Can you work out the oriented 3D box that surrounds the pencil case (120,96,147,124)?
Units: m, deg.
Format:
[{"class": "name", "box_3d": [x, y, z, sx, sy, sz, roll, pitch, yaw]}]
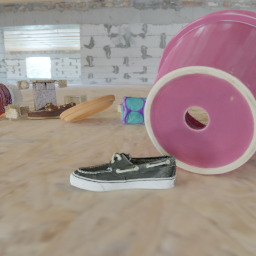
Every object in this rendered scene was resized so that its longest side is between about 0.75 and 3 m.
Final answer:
[{"class": "pencil case", "box_3d": [0.853, -0.610, 9.209, 2.158, 0.918, 0.997, -1, 22, -5]}]

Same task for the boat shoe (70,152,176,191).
[{"class": "boat shoe", "box_3d": [-0.065, 0.592, 4.091, 1.541, 0.491, 0.545, -1, 11, -5]}]

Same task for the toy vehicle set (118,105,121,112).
[{"class": "toy vehicle set", "box_3d": [0.866, -0.832, 11.962, 2.283, 0.303, 1.418, -4, 12, -22]}]

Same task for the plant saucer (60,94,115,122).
[{"class": "plant saucer", "box_3d": [-1.299, -0.616, 9.326, 1.909, 0.308, 1.909, -22, -2, -1]}]

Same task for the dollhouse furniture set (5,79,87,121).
[{"class": "dollhouse furniture set", "box_3d": [-3.003, -1.089, 10.433, 2.746, 1.423, 1.216, -10, 13, -42]}]

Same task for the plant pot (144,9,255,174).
[{"class": "plant pot", "box_3d": [1.599, -0.565, 5.133, 2.796, 2.796, 2.502, 6, 29, 28]}]

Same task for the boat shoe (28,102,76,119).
[{"class": "boat shoe", "box_3d": [-2.777, -0.656, 10.287, 1.757, 0.618, 0.619, -5, 13, -16]}]

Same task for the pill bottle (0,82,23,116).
[{"class": "pill bottle", "box_3d": [-5.099, -1.033, 10.337, 1.318, 1.318, 2.405, 3, 11, 16]}]
